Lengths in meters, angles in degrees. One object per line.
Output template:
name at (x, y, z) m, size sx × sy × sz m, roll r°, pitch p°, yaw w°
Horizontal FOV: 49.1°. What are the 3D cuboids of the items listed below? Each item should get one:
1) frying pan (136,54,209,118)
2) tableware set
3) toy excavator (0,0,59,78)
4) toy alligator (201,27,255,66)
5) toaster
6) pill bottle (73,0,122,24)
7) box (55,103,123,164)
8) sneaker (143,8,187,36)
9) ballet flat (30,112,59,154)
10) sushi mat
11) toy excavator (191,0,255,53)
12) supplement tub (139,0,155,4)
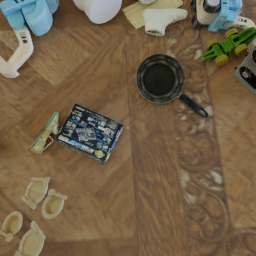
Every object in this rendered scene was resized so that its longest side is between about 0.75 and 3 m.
frying pan at (1.372, -1.293, 8.156) m, size 2.348 × 0.382 × 1.420 m, roll 16°, pitch 92°, yaw -3°
tableware set at (-2.303, 2.100, 6.748) m, size 1.624 × 0.226 × 1.944 m, roll 14°, pitch 66°, yaw 39°
toy excavator at (-3.114, -3.086, 8.476) m, size 2.498 × 1.283 × 2.569 m, roll -23°, pitch 83°, yaw -6°
toy alligator at (3.295, -2.551, 8.381) m, size 2.344 × 0.563 × 0.777 m, roll -25°, pitch 71°, yaw 13°
toaster at (4.312, -1.987, 7.657) m, size 2.197 × 1.987 × 1.304 m, roll -34°, pitch 78°, yaw -9°
pill bottle at (-1.284, -4.579, 8.756) m, size 1.403 × 1.403 × 2.421 m, roll -29°, pitch 74°, yaw -9°
box at (-1.060, 0.147, 7.790) m, size 1.523 × 0.350 × 1.210 m, roll 23°, pitch 74°, yaw 7°
sneaker at (1.201, -3.308, 8.884) m, size 1.419 × 0.523 × 0.820 m, roll -4°, pitch 85°, yaw -3°
ballet flat at (-2.205, 0.160, 7.795) m, size 0.450 × 0.450 × 1.273 m, roll 28°, pitch 74°, yaw 9°
sushi mat at (0.798, -3.991, 9.251) m, size 1.928 × 0.117 × 0.922 m, roll -31°, pitch 76°, yaw -10°
toy excavator at (3.190, -3.452, 8.675) m, size 2.180 × 1.089 × 2.120 m, roll 4°, pitch 73°, yaw -8°
supplement tub at (0.334, -4.940, 8.934) m, size 1.222 × 1.222 × 1.681 m, roll -32°, pitch 73°, yaw -10°
